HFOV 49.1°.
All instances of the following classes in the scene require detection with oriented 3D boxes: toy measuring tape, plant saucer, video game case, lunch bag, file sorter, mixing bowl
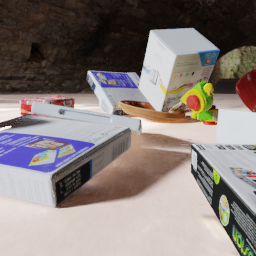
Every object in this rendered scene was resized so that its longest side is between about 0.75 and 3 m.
[{"bbox_3d":[2.133,-0.723,9.288,0.873,0.873,2.373,-4,-20,-22],"label":"toy measuring tape"},{"bbox_3d":[0.942,-0.678,11.165,2.666,0.430,2.666,8,11,-2],"label":"plant saucer"},{"bbox_3d":[-0.776,-0.161,6.723,2.231,0.281,2.452,10,-2,4],"label":"video game case"},{"bbox_3d":[-3.600,-0.923,12.143,2.227,0.913,1.962,7,11,37],"label":"lunch bag"},{"bbox_3d":[2.687,0.047,6.217,0.748,0.834,1.202,-1,8,-27],"label":"file sorter"},{"bbox_3d":[3.277,-0.470,9.871,2.106,0.775,0.775,0,9,7],"label":"toy measuring tape"},{"bbox_3d":[6.113,-1.392,12.054,2.623,1.421,2.623,2,-29,1],"label":"mixing bowl"}]

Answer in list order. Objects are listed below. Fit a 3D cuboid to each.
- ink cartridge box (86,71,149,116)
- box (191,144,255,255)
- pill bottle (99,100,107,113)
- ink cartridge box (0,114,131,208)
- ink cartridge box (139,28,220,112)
[{"bbox_3d":[-0.189,-1.689,13.408,2.828,0.614,2.802,-6,47,-34],"label":"ink cartridge box"},{"bbox_3d":[1.704,0.694,2.986,1.570,0.495,2.853,0,9,3],"label":"box"},{"bbox_3d":[-0.983,-1.290,14.334,0.982,0.982,1.792,-1,9,-4],"label":"pill bottle"},{"bbox_3d":[-1.445,0.316,4.514,2.340,0.508,2.318,8,17,22],"label":"ink cartridge box"},{"bbox_3d":[1.793,-2.119,10.516,1.877,2.550,1.845,-12,47,-22],"label":"ink cartridge box"}]
